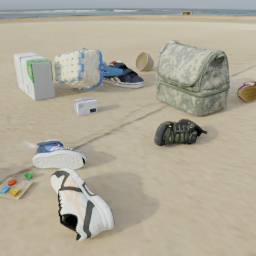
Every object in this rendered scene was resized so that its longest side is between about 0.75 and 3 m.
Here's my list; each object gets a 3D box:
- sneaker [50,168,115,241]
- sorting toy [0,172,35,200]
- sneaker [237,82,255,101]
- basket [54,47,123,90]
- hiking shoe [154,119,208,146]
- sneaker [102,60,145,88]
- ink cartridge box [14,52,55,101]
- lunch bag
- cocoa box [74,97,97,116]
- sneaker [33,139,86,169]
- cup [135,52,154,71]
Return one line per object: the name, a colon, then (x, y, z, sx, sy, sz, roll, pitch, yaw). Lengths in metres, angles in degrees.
sneaker: (-1.185, 1.511, 5.835, 0.821, 0.756, 2.051, -22, 33, -34)
sorting toy: (-2.709, 1.347, 6.840, 0.722, 0.144, 0.977, 5, 27, 11)
sneaker: (5.315, -1.642, 12.424, 2.060, 0.772, 0.928, -11, 18, -33)
basket: (-1.858, -2.700, 13.048, 2.340, 1.846, 2.654, 1, -3, 37)
hiking shoe: (1.632, 0.163, 8.626, 1.852, 0.701, 0.932, -20, 29, -36)
sneaker: (-0.418, -2.784, 14.259, 2.787, 1.107, 1.093, 16, 29, 27)
ink cartridge box: (-4.296, -2.413, 12.777, 0.963, 1.700, 2.319, -17, 32, -33)
lunch bag: (2.529, -2.139, 11.314, 2.049, 2.467, 2.941, -15, 30, -28)
cocoa box: (-1.656, -0.854, 10.907, 0.793, 0.529, 0.520, -12, 29, -24)
sneaker: (-1.820, 0.628, 7.790, 1.470, 0.592, 1.076, -3, 30, 6)
cup: (1.081, -3.892, 16.717, 0.802, 1.122, 1.122, 11, 15, -38)
